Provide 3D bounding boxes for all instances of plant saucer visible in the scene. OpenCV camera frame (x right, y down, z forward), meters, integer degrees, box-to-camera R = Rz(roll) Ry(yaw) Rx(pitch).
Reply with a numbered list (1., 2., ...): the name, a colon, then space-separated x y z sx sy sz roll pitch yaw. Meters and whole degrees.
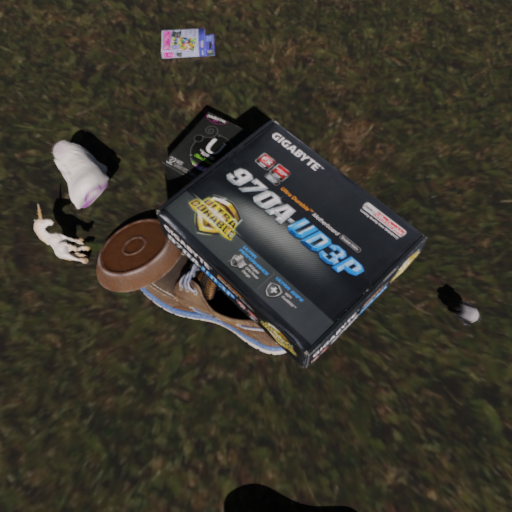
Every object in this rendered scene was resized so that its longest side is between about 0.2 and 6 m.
1. plant saucer: -2.270 -0.109 10.669 1.833 0.316 1.833 -13 43 13

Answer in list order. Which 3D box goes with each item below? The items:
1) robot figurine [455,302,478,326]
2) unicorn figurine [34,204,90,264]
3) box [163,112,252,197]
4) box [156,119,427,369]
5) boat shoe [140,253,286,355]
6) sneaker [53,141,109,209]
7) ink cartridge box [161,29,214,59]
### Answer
1. robot figurine: 3.781 1.039 10.067 0.463 0.348 0.289 14 27 -35
2. unicorn figurine: -3.666 -0.258 10.547 0.897 1.306 0.482 12 48 8
3. box: -0.486 -1.538 11.268 2.146 1.334 1.594 29 66 16
4. box: 0.531 -0.336 9.390 2.814 0.814 3.541 -41 69 -18
5. boat shoe: -0.753 0.545 10.135 3.453 1.250 1.247 22 65 12
6. sneaker: -3.519 -1.620 10.897 0.868 1.155 2.318 -46 25 1
7. ink cartridge box: -1.708 -5.320 14.008 1.312 0.275 0.783 -2 61 -3
